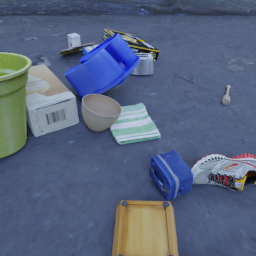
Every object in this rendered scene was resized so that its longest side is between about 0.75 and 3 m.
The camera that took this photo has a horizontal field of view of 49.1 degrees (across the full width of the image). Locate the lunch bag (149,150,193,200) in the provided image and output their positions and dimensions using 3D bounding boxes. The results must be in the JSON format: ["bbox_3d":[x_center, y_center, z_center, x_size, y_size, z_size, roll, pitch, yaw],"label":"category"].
[{"bbox_3d":[1.002,1.182,6.819,0.761,0.781,1.150,-15,41,-18],"label":"lunch bag"}]

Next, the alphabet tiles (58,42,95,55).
[{"bbox_3d":[-2.560,-3.829,13.653,1.621,0.061,1.355,-21,10,-25],"label":"alphabet tiles"}]

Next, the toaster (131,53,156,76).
[{"bbox_3d":[0.551,-2.749,12.130,1.267,0.818,0.720,1,36,2],"label":"toaster"}]

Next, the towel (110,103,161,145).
[{"bbox_3d":[0.099,-0.186,9.150,1.470,0.225,1.927,-10,38,-12],"label":"towel"}]

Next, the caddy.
[{"bbox_3d":[-0.866,-1.987,9.900,2.887,1.515,2.041,-11,34,50],"label":"caddy"}]

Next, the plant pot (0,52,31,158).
[{"bbox_3d":[-3.849,-0.558,7.665,2.624,2.412,2.624,2,29,-1],"label":"plant pot"}]

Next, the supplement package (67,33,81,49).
[{"bbox_3d":[-2.745,-4.365,14.337,0.479,0.801,0.485,-23,42,-28],"label":"supplement package"}]

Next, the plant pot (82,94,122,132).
[{"bbox_3d":[-0.911,-0.390,8.794,1.250,0.840,1.250,15,33,-10],"label":"plant pot"}]

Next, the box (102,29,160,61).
[{"bbox_3d":[0.105,-4.047,13.639,1.960,0.605,2.454,2,31,-31],"label":"box"}]

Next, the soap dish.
[{"bbox_3d":[0.344,2.178,5.561,1.290,0.666,1.640,2,37,2],"label":"soap dish"}]

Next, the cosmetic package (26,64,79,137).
[{"bbox_3d":[-3.013,-1.079,9.652,1.565,1.058,2.976,-21,41,-26],"label":"cosmetic package"}]

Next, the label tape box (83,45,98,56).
[{"bbox_3d":[-1.062,-3.528,13.369,1.864,0.616,1.336,-17,40,-20],"label":"label tape box"}]

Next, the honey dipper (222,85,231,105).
[{"bbox_3d":[3.787,-1.317,10.663,0.269,0.269,1.419,13,37,17],"label":"honey dipper"}]

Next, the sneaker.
[{"bbox_3d":[2.470,1.120,6.916,1.984,0.772,0.815,-6,38,-7],"label":"sneaker"}]
